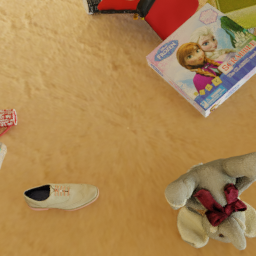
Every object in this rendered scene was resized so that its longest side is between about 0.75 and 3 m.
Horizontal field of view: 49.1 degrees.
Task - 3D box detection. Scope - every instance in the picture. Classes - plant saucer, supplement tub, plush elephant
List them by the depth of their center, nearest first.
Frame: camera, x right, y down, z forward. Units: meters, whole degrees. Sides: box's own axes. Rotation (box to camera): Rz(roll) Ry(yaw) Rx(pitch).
[{"bbox_3d":[1.864,1.622,5.712,1.896,2.301,1.782,-21,83,2],"label":"plush elephant"},{"bbox_3d":[3.687,-4.024,9.067,2.267,0.543,2.264,-9,47,18],"label":"plant saucer"},{"bbox_3d":[-0.960,-4.510,9.880,1.189,0.728,0.728,-20,61,-13],"label":"supplement tub"}]

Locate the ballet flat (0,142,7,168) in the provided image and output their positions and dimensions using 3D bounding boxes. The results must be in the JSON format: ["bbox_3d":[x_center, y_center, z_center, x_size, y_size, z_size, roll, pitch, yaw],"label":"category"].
[{"bbox_3d":[-2.541,0.161,4.336,2.056,0.700,0.691,20,80,30],"label":"ballet flat"}]

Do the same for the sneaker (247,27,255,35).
[{"bbox_3d":[3.605,-3.598,9.314,1.193,0.771,2.198,17,64,8],"label":"sneaker"}]

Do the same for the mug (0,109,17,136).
[{"bbox_3d":[-3.427,-0.164,7.491,0.824,0.731,0.550,-8,23,-9],"label":"mug"}]

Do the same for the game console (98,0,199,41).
[{"bbox_3d":[0.796,-4.207,9.587,2.488,1.713,2.887,11,57,27],"label":"game console"}]

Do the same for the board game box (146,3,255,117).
[{"bbox_3d":[2.264,-2.026,8.074,2.520,0.518,2.513,-42,66,-1],"label":"board game box"}]

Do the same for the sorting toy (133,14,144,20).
[{"bbox_3d":[0.575,-4.375,10.123,0.942,0.169,1.265,6,59,4],"label":"sorting toy"}]

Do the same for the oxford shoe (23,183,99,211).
[{"bbox_3d":[-1.505,1.529,6.323,1.680,0.620,0.595,-9,59,-5],"label":"oxford shoe"}]
